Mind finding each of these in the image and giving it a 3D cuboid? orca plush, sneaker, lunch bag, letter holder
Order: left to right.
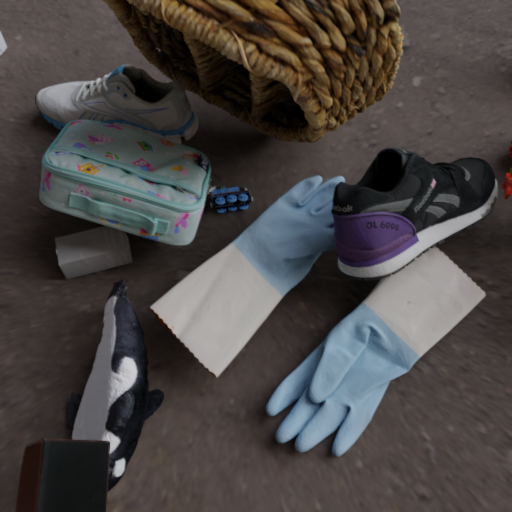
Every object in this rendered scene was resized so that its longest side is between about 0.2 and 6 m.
[{"bbox_3d":[-2.146,2.759,5.887,0.747,1.055,1.485,16,60,-37],"label":"letter holder"},{"bbox_3d":[-2.456,-2.794,9.653,2.890,1.252,1.083,6,59,5],"label":"sneaker"},{"bbox_3d":[-1.703,1.718,7.291,1.395,0.942,2.651,-35,47,31],"label":"orca plush"},{"bbox_3d":[-1.817,-1.107,8.238,2.395,0.923,1.921,15,31,-8],"label":"lunch bag"},{"bbox_3d":[2.382,-0.997,8.026,3.241,1.419,1.227,-32,29,-30],"label":"sneaker"}]

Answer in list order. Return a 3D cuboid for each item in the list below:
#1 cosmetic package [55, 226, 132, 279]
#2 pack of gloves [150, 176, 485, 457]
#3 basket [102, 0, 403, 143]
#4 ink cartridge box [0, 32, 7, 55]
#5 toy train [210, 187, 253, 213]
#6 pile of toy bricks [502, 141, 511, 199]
[{"bbox_3d":[-2.445,-0.079,8.434,1.026,0.463,0.548,-15,56,-6],"label":"cosmetic package"},{"bbox_3d":[0.914,0.728,7.984,3.675,0.725,3.087,-41,79,-20],"label":"pack of gloves"},{"bbox_3d":[-0.015,-2.808,8.038,2.981,4.001,2.856,-28,94,0],"label":"basket"},{"bbox_3d":[-5.390,-4.194,10.917,0.738,0.536,0.534,14,59,9],"label":"ink cartridge box"},{"bbox_3d":[-0.412,-0.935,9.058,0.690,0.299,0.394,-9,53,-6],"label":"toy train"},{"bbox_3d":[4.546,-1.063,8.038,1.959,2.201,3.967,3,54,11],"label":"pile of toy bricks"}]
